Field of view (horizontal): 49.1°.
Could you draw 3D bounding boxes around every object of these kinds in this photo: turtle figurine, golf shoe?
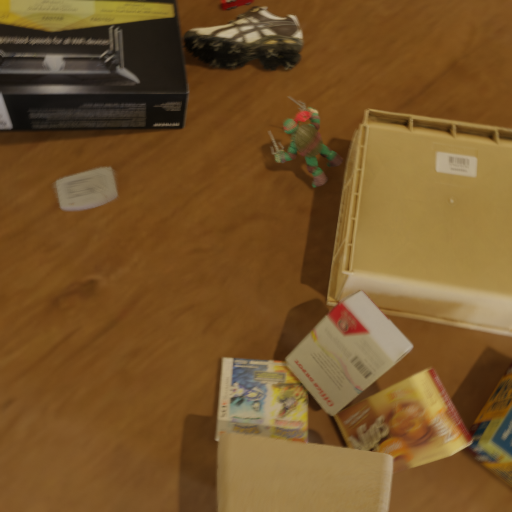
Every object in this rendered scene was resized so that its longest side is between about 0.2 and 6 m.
[{"bbox_3d":[0.739,-1.749,8.706,0.998,0.671,1.333,-43,116,5],"label":"turtle figurine"},{"bbox_3d":[-0.233,-3.820,9.735,2.079,0.808,0.982,3,76,-9],"label":"golf shoe"}]

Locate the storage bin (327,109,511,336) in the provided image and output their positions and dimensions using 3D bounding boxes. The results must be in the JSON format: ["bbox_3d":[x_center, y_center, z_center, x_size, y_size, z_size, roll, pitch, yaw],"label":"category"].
[{"bbox_3d":[2.670,-0.536,8.247,2.799,1.312,2.779,9,69,4],"label":"storage bin"}]

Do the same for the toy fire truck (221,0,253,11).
[{"bbox_3d":[-0.521,-4.900,10.483,0.833,0.203,0.588,-18,70,-7],"label":"toy fire truck"}]

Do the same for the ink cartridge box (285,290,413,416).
[{"bbox_3d":[1.171,1.279,7.340,1.002,1.375,0.569,49,39,16],"label":"ink cartridge box"}]

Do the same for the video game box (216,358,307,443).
[{"bbox_3d":[0.095,2.020,7.780,1.238,0.290,1.128,3,69,0],"label":"video game box"}]

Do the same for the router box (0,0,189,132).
[{"bbox_3d":[-3.264,-3.628,9.167,3.993,1.043,3.140,-3,69,-14],"label":"router box"}]

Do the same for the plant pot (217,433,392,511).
[{"bbox_3d":[0.408,3.272,6.217,1.905,1.907,1.689,6,49,3],"label":"plant pot"}]

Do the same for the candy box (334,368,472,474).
[{"bbox_3d":[1.767,2.159,7.036,0.454,1.642,0.948,-10,66,-35],"label":"candy box"}]

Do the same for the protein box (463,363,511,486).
[{"bbox_3d":[3.882,2.326,7.264,1.579,1.065,1.567,37,73,13],"label":"protein box"}]

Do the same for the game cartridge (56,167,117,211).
[{"bbox_3d":[-2.733,-1.058,9.048,0.911,0.184,0.608,-15,67,-5],"label":"game cartridge"}]
